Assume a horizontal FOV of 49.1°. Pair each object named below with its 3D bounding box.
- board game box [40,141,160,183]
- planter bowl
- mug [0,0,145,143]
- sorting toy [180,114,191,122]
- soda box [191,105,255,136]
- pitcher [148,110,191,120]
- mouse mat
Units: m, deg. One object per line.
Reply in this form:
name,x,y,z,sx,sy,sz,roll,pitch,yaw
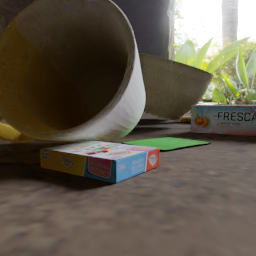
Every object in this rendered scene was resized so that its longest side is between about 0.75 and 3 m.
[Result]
board game box,-0.340,0.364,3.426,1.174,0.237,0.898,4,7,36
planter bowl,1.176,-1.181,8.622,2.425,1.632,2.425,16,12,-3
mug,-0.926,-0.717,4.872,2.716,2.175,2.230,6,-10,17
sorting toy,2.613,-0.351,10.890,1.312,0.258,1.417,-3,8,-25
soda box,2.763,-0.213,6.909,2.297,0.730,0.785,4,7,32
pitcher,1.188,-1.151,12.024,2.517,1.779,2.934,-5,10,-2
mouse mat,0.725,0.284,5.324,1.423,0.054,1.145,-3,6,-40
